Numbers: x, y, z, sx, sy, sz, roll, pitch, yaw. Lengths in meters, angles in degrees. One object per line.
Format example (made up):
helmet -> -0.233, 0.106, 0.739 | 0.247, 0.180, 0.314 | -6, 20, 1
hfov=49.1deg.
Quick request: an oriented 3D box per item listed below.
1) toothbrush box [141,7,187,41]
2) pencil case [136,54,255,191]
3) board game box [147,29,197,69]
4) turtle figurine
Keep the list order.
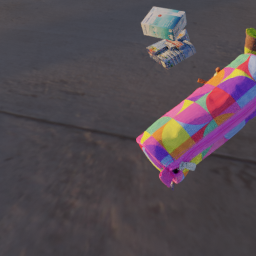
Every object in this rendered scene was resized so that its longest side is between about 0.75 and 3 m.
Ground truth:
toothbrush box -> 1.079, -3.145, 8.427 | 1.098, 0.468, 0.804 | 23, 68, 29
pencil case -> 1.381, -0.121, 4.812 | 2.597, 1.148, 1.148 | -41, 49, -4
board game box -> 1.509, -2.600, 9.023 | 1.400, 0.432, 1.400 | -32, 35, -2
turtle figurine -> 2.893, -1.212, 6.735 | 2.650, 2.137, 0.853 | 34, 51, 30
